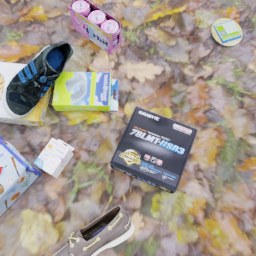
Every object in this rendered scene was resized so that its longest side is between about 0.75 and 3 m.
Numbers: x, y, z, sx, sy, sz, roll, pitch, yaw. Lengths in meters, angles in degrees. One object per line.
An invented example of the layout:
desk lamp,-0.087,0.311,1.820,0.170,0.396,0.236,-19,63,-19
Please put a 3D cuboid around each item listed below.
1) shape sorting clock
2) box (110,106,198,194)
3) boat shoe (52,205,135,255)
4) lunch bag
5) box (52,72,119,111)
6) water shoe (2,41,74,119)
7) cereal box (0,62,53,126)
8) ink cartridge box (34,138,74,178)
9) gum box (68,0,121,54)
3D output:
shape sorting clock,3.704,-3.589,10.504,1.200,0.235,1.200,2,70,-5
box,0.821,0.635,8.771,2.150,0.534,2.134,22,72,8
boat shoe,-1.117,3.033,7.506,2.654,0.953,0.790,-27,106,-14
lunch bag,-4.229,1.160,8.001,2.488,1.541,2.115,40,73,14
box,-1.396,-1.231,9.482,2.119,0.505,1.292,1,70,1
water shoe,-2.731,-1.596,8.516,1.036,1.144,2.899,39,62,-28
cereal box,-4.101,-1.209,9.417,2.876,0.568,2.069,6,69,2
ink cartridge box,-2.216,0.872,8.588,0.686,0.669,1.068,29,72,10
gum box,-1.114,-3.647,10.047,1.989,1.129,0.658,38,74,13
